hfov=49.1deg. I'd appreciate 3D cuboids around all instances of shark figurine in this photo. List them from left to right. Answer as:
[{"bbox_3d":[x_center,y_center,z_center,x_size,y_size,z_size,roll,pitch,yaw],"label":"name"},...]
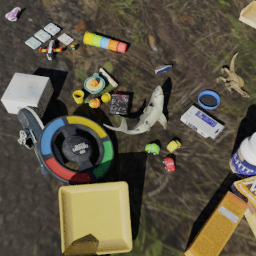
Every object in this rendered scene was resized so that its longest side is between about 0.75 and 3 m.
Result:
[{"bbox_3d":[0.425,-0.296,10.347,2.582,1.543,1.078,-39,30,-28],"label":"shark figurine"}]

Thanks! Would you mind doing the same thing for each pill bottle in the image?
[{"bbox_3d":[4.081,0.868,9.093,1.049,1.753,1.049,0,58,0],"label":"pill bottle"}]

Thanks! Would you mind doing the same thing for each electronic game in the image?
[{"bbox_3d":[-1.697,0.689,9.444,2.616,0.544,2.616,14,54,-21],"label":"electronic game"}]

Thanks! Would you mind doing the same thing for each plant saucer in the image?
[{"bbox_3d":[-0.955,2.654,8.352,2.030,0.492,2.029,-4,87,-3],"label":"plant saucer"}]

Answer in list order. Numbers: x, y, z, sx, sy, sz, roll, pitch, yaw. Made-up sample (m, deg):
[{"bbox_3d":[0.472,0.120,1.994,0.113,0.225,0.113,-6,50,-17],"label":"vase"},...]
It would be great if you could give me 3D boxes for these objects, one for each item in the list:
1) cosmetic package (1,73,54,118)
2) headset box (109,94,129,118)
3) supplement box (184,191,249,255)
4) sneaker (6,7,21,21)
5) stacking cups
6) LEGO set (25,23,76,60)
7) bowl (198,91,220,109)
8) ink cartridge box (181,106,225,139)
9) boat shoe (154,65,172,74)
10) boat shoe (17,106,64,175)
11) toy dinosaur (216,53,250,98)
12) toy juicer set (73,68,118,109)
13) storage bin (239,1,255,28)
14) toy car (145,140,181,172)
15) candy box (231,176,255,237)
[{"bbox_3d":[-3.897,-1.304,11.003,1.424,0.878,1.428,9,57,5],"label":"cosmetic package"},{"bbox_3d":[-0.340,-0.919,11.057,0.713,0.360,0.960,5,58,3],"label":"headset box"},{"bbox_3d":[2.634,3.024,8.322,0.782,0.756,2.272,34,63,20],"label":"supplement box"},{"bbox_3d":[-5.670,-5.713,14.170,0.503,0.320,0.882,38,72,15],"label":"sneaker"},{"bbox_3d":[-1.009,-3.896,12.901,1.977,0.598,0.598,18,59,5],"label":"stacking cups"},{"bbox_3d":[-3.513,-4.036,12.968,2.227,0.547,1.664,38,69,21],"label":"LEGO set"},{"bbox_3d":[3.259,-1.123,11.303,0.865,0.170,0.865,0,57,0],"label":"bowl"},{"bbox_3d":[2.821,-0.170,10.629,1.501,0.294,0.746,39,65,23],"label":"ink cartridge box"},{"bbox_3d":[1.525,-2.615,12.184,0.795,0.287,0.288,-21,58,-13],"label":"boat shoe"},{"bbox_3d":[-3.291,0.416,9.855,0.874,1.058,2.826,-27,70,-28],"label":"boat shoe"},{"bbox_3d":[4.371,-2.137,11.810,1.144,0.659,2.263,2,64,-17],"label":"toy dinosaur"},{"bbox_3d":[-1.161,-1.668,11.417,1.319,0.564,2.073,27,61,16],"label":"toy juicer set"},{"bbox_3d":[6.367,-5.594,13.916,1.189,0.557,1.181,40,65,22],"label":"storage bin"},{"bbox_3d":[1.211,0.821,9.994,1.215,0.288,1.292,16,59,10],"label":"toy car"},{"bbox_3d":[4.207,2.483,8.794,1.097,0.526,1.900,-14,59,-9],"label":"candy box"}]
